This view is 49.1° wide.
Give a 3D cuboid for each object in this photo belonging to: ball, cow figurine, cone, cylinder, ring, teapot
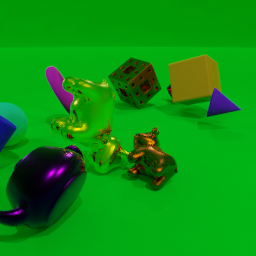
[{"bbox_3d":[-2.919,-0.081,6.624,1.038,1.038,1.038,0,18,0],"label":"ball"},{"bbox_3d":[-0.532,-0.029,5.302,1.707,1.735,0.952,12,6,-39],"label":"cow figurine"},{"bbox_3d":[2.711,-0.604,7.755,0.854,0.851,0.851,15,21,12],"label":"cone"},{"bbox_3d":[0.497,0.523,5.306,1.213,0.666,1.193,23,38,35],"label":"cow figurine"},{"bbox_3d":[-2.826,0.136,5.307,0.994,0.994,0.994,32,-7,5],"label":"cylinder"},{"bbox_3d":[-1.853,-1.027,8.133,0.333,1.663,1.663,-30,21,-2],"label":"ring"},{"bbox_3d":[-1.191,0.763,3.809,0.905,1.149,1.848,31,37,11],"label":"teapot"}]

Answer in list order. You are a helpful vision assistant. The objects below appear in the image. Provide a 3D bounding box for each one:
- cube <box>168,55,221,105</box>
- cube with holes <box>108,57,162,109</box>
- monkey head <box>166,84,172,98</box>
[{"bbox_3d":[2.265,-1.541,9.394,1.297,1.297,1.297,-8,-4,32],"label":"cube"},{"bbox_3d":[0.265,-1.687,10.442,1.214,1.214,1.214,-43,42,-16],"label":"cube with holes"},{"bbox_3d":[2.041,-1.533,11.307,1.371,0.826,0.986,41,21,-3],"label":"monkey head"}]
